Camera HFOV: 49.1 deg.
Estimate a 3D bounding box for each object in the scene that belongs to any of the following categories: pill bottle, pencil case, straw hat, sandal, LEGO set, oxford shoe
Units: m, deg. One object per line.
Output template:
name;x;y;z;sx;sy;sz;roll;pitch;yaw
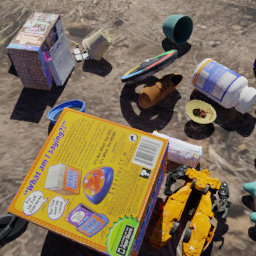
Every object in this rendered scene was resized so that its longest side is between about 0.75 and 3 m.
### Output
pill bottle;4.052;-1.729;11.753;1.429;1.429;2.551;-38;61;-26
pencil case;1.690;0.757;10.153;1.951;0.885;0.811;20;46;13
straw hat;2.861;-0.504;11.366;1.266;0.536;1.266;5;55;-8
sandal;-3.963;3.120;8.589;2.002;0.429;0.761;-31;58;-22
LEGO set;-2.249;-3.965;14.231;0.969;0.318;1.297;-12;53;-14
oxford shoe;1.401;-1.691;11.824;2.507;0.894;0.894;-41;18;-29

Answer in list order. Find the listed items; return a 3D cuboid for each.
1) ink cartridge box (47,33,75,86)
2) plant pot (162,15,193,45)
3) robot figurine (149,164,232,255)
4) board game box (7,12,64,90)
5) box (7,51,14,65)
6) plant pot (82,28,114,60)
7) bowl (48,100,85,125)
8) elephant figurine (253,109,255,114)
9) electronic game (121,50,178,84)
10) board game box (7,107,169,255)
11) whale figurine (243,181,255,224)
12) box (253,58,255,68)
ink cartridge box;-3.031;-3.081;12.529;0.374;1.728;1.696;2;45;16
plant pot;2.470;-5.189;14.552;1.429;1.429;1.147;-30;43;-21
robot figurine;1.928;2.541;8.773;2.150;0.863;2.966;24;56;17
board game box;-3.906;-3.477;12.640;1.321;2.175;2.728;8;52;7
box;-5.184;-3.452;13.538;0.885;0.734;0.727;23;56;17
plant pot;-1.360;-4.104;13.459;1.130;1.234;1.234;-34;37;31
bowl;-2.433;-0.618;11.226;1.539;0.302;1.539;-13;31;8
elephant figurine;5.584;0.112;10.015;1.867;2.047;2.638;43;52;3
electronic game;0.879;-2.637;11.953;2.661;0.554;2.661;-26;16;8
board game box;-0.751;1.727;7.777;2.938;2.939;2.941;18;65;13
whale figurine;4.568;2.447;8.674;1.719;1.121;2.161;-16;53;-12
box;7.582;-3.009;12.836;2.250;1.284;2.446;-25;56;-19
